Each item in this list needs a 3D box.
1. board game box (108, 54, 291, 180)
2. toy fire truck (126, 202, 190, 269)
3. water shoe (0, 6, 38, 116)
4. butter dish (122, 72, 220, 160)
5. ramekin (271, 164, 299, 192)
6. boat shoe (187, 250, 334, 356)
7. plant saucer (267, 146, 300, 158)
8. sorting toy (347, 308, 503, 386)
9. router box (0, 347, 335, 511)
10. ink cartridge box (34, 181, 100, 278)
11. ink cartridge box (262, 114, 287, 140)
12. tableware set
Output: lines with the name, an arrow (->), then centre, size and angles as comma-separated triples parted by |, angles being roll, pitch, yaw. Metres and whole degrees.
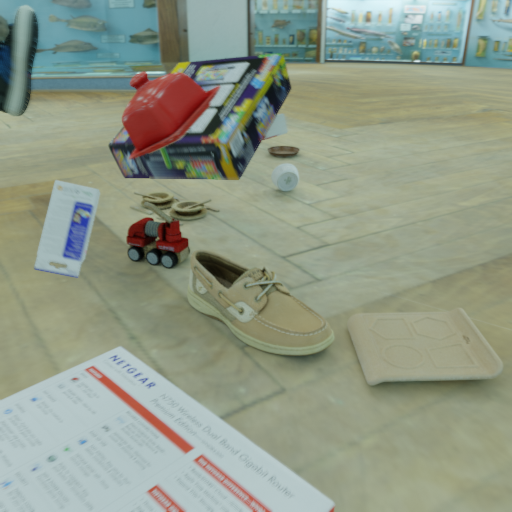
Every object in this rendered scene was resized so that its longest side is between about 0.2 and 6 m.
board game box -> -1.043, -2.846, 11.381 | 2.640, 0.905, 3.193 | 4, 47, 26
toy fire truck -> -1.967, -0.507, 10.794 | 1.189, 1.351, 0.869 | 11, 26, 22
water shoe -> -4.422, -3.456, 9.925 | 0.807, 2.046, 0.732 | 17, 34, -12
butter dish -> -1.292, -2.000, 7.369 | 1.214, 0.898, 1.211 | -9, 39, 47
ramekin -> 0.804, -2.075, 15.041 | 0.755, 0.755, 0.352 | -5, 37, -10
boat shoe -> -0.065, 0.670, 8.716 | 2.879, 0.929, 1.026 | 20, 31, 37
plant saucer -> 0.911, -3.455, 18.675 | 1.090, 0.199, 1.090 | -1, 24, 0
sorting toy -> 2.347, 1.320, 8.109 | 1.805, 0.329, 1.671 | -5, 25, 0
router box -> -1.567, 2.404, 5.007 | 3.070, 0.836, 3.421 | -22, 32, -39
ink cartridge box -> -2.645, -0.370, 7.865 | 0.613, 1.295, 0.240 | 12, -11, -8
ink cartridge box -> 0.012, -2.752, 12.223 | 1.060, 0.439, 0.778 | 1, 21, 43
tableware set -> -2.048, -1.320, 13.727 | 2.009, 0.403, 1.328 | 20, 31, 36
